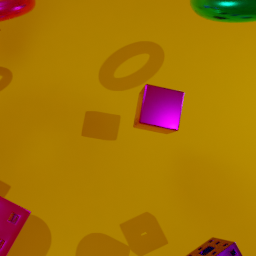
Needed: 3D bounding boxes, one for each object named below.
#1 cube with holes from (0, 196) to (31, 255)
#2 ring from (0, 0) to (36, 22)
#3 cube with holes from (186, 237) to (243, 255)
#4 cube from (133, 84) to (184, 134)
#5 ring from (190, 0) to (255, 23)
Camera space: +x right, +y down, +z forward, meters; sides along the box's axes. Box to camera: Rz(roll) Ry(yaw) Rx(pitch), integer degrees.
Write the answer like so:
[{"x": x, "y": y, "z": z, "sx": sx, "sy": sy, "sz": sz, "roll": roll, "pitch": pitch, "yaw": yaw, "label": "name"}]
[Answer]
[{"x": -2.443, "y": 1.516, "z": 4.281, "sx": 1.144, "sy": 1.144, "sz": 1.144, "roll": 38, "pitch": 62, "yaw": -25, "label": "cube with holes"}, {"x": -2.029, "y": -1.785, "z": 4.134, "sx": 1.315, "sy": 1.315, "sz": 0.263, "roll": -8, "pitch": 124, "yaw": -1, "label": "ring"}, {"x": 1.670, "y": 2.657, "z": 5.207, "sx": 0.809, "sy": 0.809, "sz": 0.809, "roll": -26, "pitch": 82, "yaw": -18, "label": "cube with holes"}, {"x": 0.572, "y": -0.337, "z": 5.413, "sx": 0.749, "sy": 0.749, "sz": 0.749, "roll": 11, "pitch": 83, "yaw": -6, "label": "cube"}, {"x": 2.025, "y": -2.245, "z": 4.547, "sx": 2.011, "sy": 0.402, "sz": 2.011, "roll": -10, "pitch": 38, "yaw": 8, "label": "ring"}]
